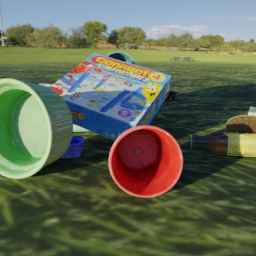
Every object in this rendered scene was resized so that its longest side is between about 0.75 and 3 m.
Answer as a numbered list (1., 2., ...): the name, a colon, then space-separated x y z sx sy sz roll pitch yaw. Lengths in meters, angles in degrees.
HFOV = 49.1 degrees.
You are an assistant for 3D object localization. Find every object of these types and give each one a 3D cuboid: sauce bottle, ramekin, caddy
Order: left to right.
1. ramekin: -2.344 -0.027 6.474 2.182 2.182 1.066 7 11 21
2. caddy: -1.679 0.439 7.577 1.029 0.540 0.727 0 18 0
3. sauce bottle: 2.687 0.416 7.489 1.945 0.642 0.642 4 17 9

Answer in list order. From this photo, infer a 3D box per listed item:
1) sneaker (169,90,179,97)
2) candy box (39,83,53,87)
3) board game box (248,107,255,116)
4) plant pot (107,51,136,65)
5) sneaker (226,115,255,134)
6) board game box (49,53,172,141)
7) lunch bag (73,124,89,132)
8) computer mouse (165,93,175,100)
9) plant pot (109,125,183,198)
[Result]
1. sneaker: 2.376 -1.960 15.772 1.076 0.406 0.426 12 19 33
2. candy box: -4.150 -1.631 13.879 2.384 0.853 2.000 10 20 32
3. board game box: 5.257 -0.536 11.128 0.833 0.363 1.128 8 19 26
4. plant pot: -0.629 -2.259 11.673 1.555 1.555 1.523 -7 5 -23
5. sneaker: 4.360 0.192 8.046 2.743 0.920 1.232 10 6 41
6. board game box: -0.524 -1.061 8.784 2.979 0.833 2.917 20 43 16
7. lunch bag: -1.559 -0.758 10.501 2.323 1.117 2.897 1 18 3
8. computer mouse: 1.075 -1.522 14.393 2.982 0.508 0.874 0 -9 -17
9. plant pot: 0.290 0.584 5.916 1.446 1.446 1.280 -2 7 -6
